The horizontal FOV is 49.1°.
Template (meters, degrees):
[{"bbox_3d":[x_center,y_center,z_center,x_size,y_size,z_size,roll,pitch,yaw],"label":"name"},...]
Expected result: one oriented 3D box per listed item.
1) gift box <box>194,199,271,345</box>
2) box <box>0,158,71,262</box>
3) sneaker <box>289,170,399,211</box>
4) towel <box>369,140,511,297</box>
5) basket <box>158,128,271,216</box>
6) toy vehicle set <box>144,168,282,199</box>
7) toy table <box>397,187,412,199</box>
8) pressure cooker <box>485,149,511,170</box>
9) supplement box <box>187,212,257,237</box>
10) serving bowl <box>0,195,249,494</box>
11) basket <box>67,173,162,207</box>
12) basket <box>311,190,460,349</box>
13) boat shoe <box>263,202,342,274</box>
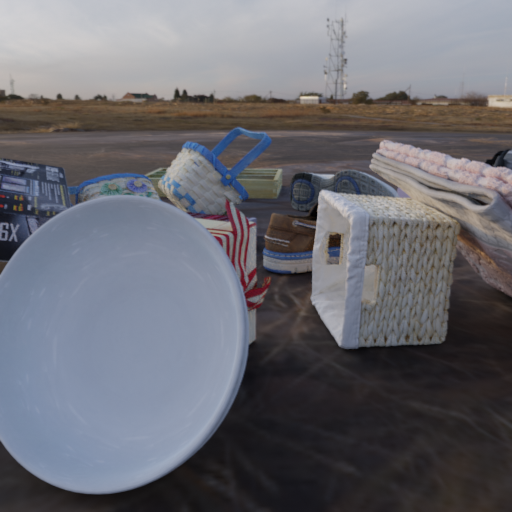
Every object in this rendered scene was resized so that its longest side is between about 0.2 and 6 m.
[{"bbox_3d":[-0.894,0.313,6.059,1.700,1.820,1.680,9,23,24],"label":"gift box"},{"bbox_3d":[-4.356,-0.891,8.975,2.532,0.799,3.211,7,20,-25],"label":"box"},{"bbox_3d":[2.284,-1.563,13.777,1.425,1.219,3.271,-6,17,-36],"label":"sneaker"},{"bbox_3d":[2.949,-0.084,6.637,3.080,0.520,3.225,39,7,-18],"label":"towel"},{"bbox_3d":[-0.941,-2.025,13.156,2.529,1.759,2.230,-48,25,-2],"label":"basket"},{"bbox_3d":[-1.287,-2.280,17.327,4.094,0.543,2.544,1,16,4],"label":"toy vehicle set"},{"bbox_3d":[4.378,-1.742,14.989,0.611,0.960,1.044,-29,37,-27],"label":"toy table"},{"bbox_3d":[5.917,-1.505,12.444,1.985,1.746,1.773,14,31,42],"label":"pressure cooker"},{"bbox_3d":[-0.925,-0.514,11.129,1.670,0.508,0.909,8,16,27],"label":"supplement box"},{"bbox_3d":[-1.068,0.678,4.565,2.255,2.255,0.742,5,-11,18],"label":"serving bowl"},{"bbox_3d":[-2.771,-0.983,11.118,1.772,1.398,2.010,-15,33,-36],"label":"basket"},{"bbox_3d":[1.518,0.111,6.974,1.338,1.649,1.663,1,16,-6],"label":"basket"},{"bbox_3d":[1.469,-0.474,9.947,3.060,1.108,1.105,-13,21,-39],"label":"boat shoe"}]
